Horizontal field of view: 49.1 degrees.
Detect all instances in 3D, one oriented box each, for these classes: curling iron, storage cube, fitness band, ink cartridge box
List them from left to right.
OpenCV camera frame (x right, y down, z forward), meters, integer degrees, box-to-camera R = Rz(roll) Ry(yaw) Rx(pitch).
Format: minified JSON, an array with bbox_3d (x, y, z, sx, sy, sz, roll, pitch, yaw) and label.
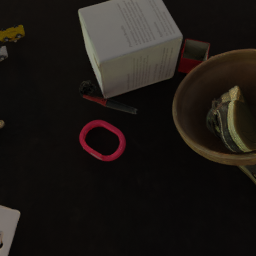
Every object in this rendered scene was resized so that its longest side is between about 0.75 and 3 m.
[{"bbox_3d":[-3.672,2.349,6.107,2.647,0.893,1.541,9,69,5],"label":"ink cartridge box"},{"bbox_3d":[-0.649,0.310,7.135,1.266,0.237,0.909,30,74,26],"label":"fitness band"},{"bbox_3d":[-0.557,-0.737,7.117,1.929,0.478,0.247,28,33,31],"label":"curling iron"},{"bbox_3d":[1.834,-1.979,7.871,0.776,0.698,0.663,13,70,6],"label":"storage cube"}]

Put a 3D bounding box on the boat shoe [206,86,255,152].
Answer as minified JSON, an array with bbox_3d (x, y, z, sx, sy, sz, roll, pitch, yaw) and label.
[{"bbox_3d":[2.200,-0.147,6.122,0.917,2.791,0.997,-29,101,29],"label":"boat shoe"}]

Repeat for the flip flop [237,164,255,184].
[{"bbox_3d":[3.478,1.050,6.679,0.951,0.675,2.346,-37,69,-18],"label":"flip flop"}]

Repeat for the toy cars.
[{"bbox_3d":[-3.634,-2.417,8.244,0.703,0.347,1.567,29,75,9],"label":"toy cars"}]

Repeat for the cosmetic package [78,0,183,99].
[{"bbox_3d":[0.028,-2.154,7.358,2.097,1.730,1.728,-19,68,-7],"label":"cosmetic package"}]

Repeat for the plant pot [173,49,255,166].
[{"bbox_3d":[2.642,-0.335,6.642,2.931,1.353,2.931,-12,57,19],"label":"plant pot"}]

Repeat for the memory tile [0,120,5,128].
[{"bbox_3d":[-3.759,0.076,7.271,0.744,0.081,0.970,25,61,17],"label":"memory tile"}]

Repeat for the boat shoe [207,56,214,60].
[{"bbox_3d":[2.725,-1.347,7.711,1.570,0.537,0.587,42,75,14],"label":"boat shoe"}]
